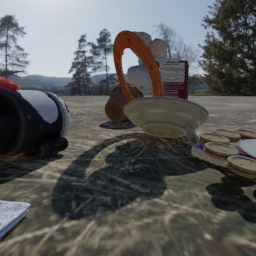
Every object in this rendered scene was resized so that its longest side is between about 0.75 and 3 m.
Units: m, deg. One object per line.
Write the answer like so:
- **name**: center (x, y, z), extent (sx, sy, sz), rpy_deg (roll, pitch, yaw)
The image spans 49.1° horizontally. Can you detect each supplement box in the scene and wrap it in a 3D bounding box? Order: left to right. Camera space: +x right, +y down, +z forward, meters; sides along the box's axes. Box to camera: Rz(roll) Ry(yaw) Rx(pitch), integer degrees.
- **supplement box**: center (1.780, -1.411, 11.155), extent (1.221, 2.366, 1.549), rpy_deg (2, 8, 14)

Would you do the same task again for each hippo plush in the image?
- **hippo plush**: center (0.445, -1.994, 8.797), extent (1.520, 1.534, 1.908), rpy_deg (28, 6, 22)

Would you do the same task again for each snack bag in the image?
- **snack bag**: center (-1.894, 0.947, 2.526), extent (1.496, 0.160, 1.411), rpy_deg (1, 9, 10)

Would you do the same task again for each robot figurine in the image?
- **robot figurine**: center (-2.143, -0.151, 5.830), extent (1.338, 1.611, 2.145), rpy_deg (-12, 0, 26)

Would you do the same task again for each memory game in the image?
- **memory game**: center (2.377, 0.464, 4.294), extent (2.559, 0.163, 2.559), rpy_deg (8, 16, -2)

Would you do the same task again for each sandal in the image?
- **sandal**: center (1.970, 0.432, 4.943), extent (0.801, 0.484, 1.969), rpy_deg (-8, 11, -44)

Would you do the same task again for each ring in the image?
- **ring**: center (0.328, -1.516, 8.471), extent (0.275, 2.867, 2.867), rpy_deg (-25, 17, -18)

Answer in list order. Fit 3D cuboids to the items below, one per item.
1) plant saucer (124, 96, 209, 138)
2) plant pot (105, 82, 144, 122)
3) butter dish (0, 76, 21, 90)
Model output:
- **plant saucer**: center (0.950, -0.158, 7.283), extent (2.199, 0.552, 2.199), rpy_deg (7, -15, 2)
- **plant pot**: center (-0.266, -0.962, 11.744), extent (1.597, 1.597, 1.393), rpy_deg (4, 26, 26)
- **butter dish**: center (-4.001, -0.760, 7.182), extent (2.986, 2.207, 2.978), rpy_deg (-7, 10, -40)
